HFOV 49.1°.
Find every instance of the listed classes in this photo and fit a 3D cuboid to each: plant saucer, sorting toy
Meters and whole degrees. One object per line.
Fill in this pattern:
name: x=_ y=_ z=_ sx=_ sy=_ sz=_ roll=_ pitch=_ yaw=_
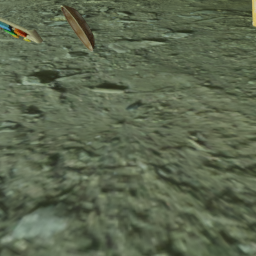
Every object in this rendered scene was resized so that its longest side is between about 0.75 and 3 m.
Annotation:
plant saucer: x=-1.291 y=-2.728 z=7.575 sx=0.254 sy=1.390 sz=1.390 roll=-38 pitch=42 yaw=-5
sorting toy: x=-3.158 y=-2.729 z=8.109 sx=1.271 sy=0.228 sz=1.706 roll=18 pitch=1 yaw=-6

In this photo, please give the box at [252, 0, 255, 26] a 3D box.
box: x=4.036 y=-2.931 z=6.538 sx=0.994 sy=1.269 sz=2.040 roll=-34 pitch=42 yaw=-7
